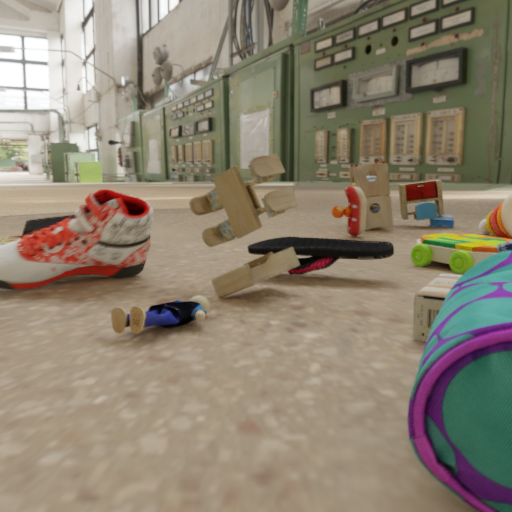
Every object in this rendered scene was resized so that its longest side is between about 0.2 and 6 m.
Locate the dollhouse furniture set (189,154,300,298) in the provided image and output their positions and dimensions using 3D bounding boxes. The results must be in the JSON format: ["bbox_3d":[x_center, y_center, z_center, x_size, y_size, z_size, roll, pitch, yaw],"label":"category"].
[{"bbox_3d":[-0.213,-0.350,6.989,1.276,1.455,0.967,-24,-3,43],"label":"dollhouse furniture set"}]

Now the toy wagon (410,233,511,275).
[{"bbox_3d":[3.625,-0.023,8.812,1.705,0.435,2.198,-6,11,-32],"label":"toy wagon"}]

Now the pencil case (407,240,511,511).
[{"bbox_3d":[1.630,0.572,3.365,1.116,1.028,2.415,-24,-1,26],"label":"pencil case"}]

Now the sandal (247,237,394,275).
[{"bbox_3d":[0.873,0.032,8.053,2.145,0.483,0.806,3,16,18],"label":"sandal"}]

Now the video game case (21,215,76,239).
[{"bbox_3d":[-2.888,-0.336,8.690,1.412,0.180,1.276,-10,-13,-31],"label":"video game case"}]

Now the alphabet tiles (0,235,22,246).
[{"bbox_3d":[-4.168,-0.195,10.545,3.936,0.125,3.276,-4,9,-18],"label":"alphabet tiles"}]

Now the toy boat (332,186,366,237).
[{"bbox_3d":[2.029,-0.986,12.386,0.716,1.095,0.715,0,9,-2],"label":"toy boat"}]

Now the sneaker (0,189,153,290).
[{"bbox_3d":[-2.471,-0.288,7.370,2.298,1.231,0.767,-4,42,-32],"label":"sneaker"}]

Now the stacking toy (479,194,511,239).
[{"bbox_3d":[5.443,-0.756,12.381,1.075,1.075,1.471,-3,-6,-19],"label":"stacking toy"}]

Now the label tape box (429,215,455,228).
[{"bbox_3d":[4.781,-0.869,14.455,0.581,0.255,0.805,2,13,14],"label":"label tape box"}]

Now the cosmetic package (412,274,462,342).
[{"bbox_3d":[1.944,0.509,5.508,0.552,0.466,1.069,5,11,28],"label":"cosmetic package"}]

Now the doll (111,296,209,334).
[{"bbox_3d":[-0.852,0.583,5.616,0.797,0.283,1.168,-3,0,31],"label":"doll"}]

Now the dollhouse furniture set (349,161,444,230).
[{"bbox_3d":[3.616,-1.651,14.165,2.290,1.604,1.614,-7,9,5],"label":"dollhouse furniture set"}]
